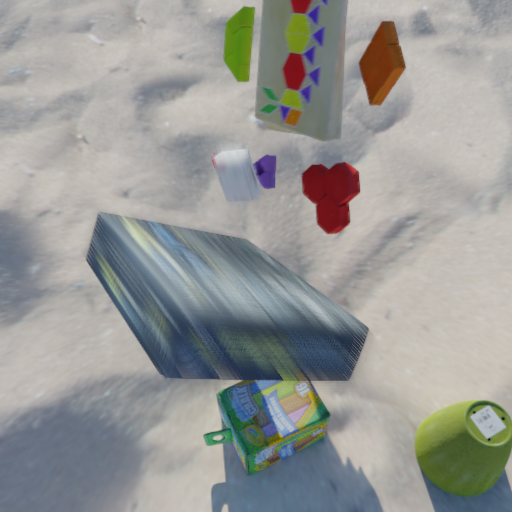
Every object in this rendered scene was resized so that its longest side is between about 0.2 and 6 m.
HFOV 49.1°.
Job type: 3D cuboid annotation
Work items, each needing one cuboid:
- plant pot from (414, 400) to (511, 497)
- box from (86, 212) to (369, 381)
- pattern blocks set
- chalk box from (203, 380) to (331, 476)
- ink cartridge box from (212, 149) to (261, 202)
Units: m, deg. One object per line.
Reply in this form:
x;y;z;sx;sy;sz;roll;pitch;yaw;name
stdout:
2.876;2.441;7.483;1.219;1.302;1.219;0;56;0;plant pot
-0.460;0.392;6.224;2.180;0.705;2.764;10;15;-35;box
0.658;-2.883;8.170;0.349;4.306;3.785;-13;38;-33;pattern blocks set
0.068;2.298;7.771;1.612;1.003;0.998;-23;58;-14;chalk box
-0.296;-1.245;8.710;0.542;0.744;0.315;2;31;35;ink cartridge box
